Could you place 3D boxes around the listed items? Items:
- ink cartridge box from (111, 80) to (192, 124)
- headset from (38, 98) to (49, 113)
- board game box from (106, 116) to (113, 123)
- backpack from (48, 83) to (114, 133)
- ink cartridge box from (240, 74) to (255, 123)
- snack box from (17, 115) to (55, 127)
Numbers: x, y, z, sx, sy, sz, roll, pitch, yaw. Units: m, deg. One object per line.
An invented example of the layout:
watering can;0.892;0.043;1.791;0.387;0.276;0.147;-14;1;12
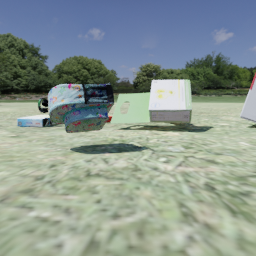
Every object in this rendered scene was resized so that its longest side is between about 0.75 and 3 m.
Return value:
ink cartridge box;0.735;-0.840;8.694;2.385;0.572;1.735;1;39;9
headset;-2.713;-0.713;9.355;0.367;0.482;0.780;2;-14;14
board game box;-1.205;-0.335;10.884;0.854;0.225;1.117;6;9;42
backpack;-0.902;-0.379;5.215;1.143;0.861;1.015;2;-20;-20
ink cartridge box;5.058;-1.184;9.545;1.172;2.019;2.799;25;19;31
snack box;-3.037;-0.267;9.871;0.925;0.295;1.592;2;8;12
